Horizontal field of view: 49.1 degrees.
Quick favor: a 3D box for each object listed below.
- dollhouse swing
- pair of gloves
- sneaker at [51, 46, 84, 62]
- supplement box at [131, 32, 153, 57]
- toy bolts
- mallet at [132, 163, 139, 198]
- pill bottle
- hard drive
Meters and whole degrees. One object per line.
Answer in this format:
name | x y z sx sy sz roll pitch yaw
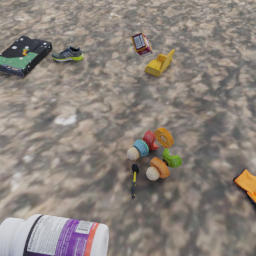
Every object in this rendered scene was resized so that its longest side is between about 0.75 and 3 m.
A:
dollhouse swing | 1.482 -3.220 13.118 1.092 1.056 1.201 27 55 22
pair of gloves | 5.205 1.840 9.062 2.871 0.355 2.558 -27 54 -23
sneaker | -2.997 -3.713 13.830 1.573 0.637 0.581 -6 48 -5
supplement box | 0.547 -3.145 10.659 0.459 1.072 0.592 -17 87 18
toy bolts | 0.713 0.773 9.372 1.181 1.626 1.702 -35 38 -19
mallet | 0.223 1.762 9.253 0.237 0.379 1.150 -1 63 10
pill bottle | -1.937 3.062 7.195 2.675 1.490 1.490 6 48 7
hard drive | -5.156 -3.572 13.806 1.806 0.489 2.585 15 49 13
